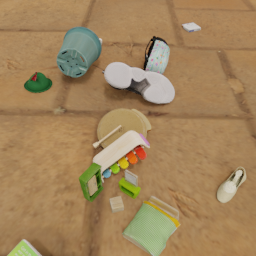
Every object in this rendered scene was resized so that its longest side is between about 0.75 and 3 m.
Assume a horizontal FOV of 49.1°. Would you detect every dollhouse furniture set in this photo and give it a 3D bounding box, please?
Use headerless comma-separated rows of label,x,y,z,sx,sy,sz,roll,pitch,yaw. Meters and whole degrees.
dollhouse furniture set,0.029,1.981,7.435,2.726,1.053,1.363,26,51,25

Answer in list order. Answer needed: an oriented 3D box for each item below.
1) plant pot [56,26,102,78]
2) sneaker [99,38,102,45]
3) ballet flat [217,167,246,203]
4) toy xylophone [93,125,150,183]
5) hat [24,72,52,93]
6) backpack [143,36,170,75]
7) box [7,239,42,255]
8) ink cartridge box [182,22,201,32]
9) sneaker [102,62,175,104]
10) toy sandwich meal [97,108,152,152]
plant pot,-2.130,-3.116,11.828,1.749,1.749,1.713,5,40,5
sneaker,-1.763,-4.452,14.569,0.871,0.330,0.401,-8,49,-7
ballet flat,3.067,1.623,8.236,0.474,0.474,1.363,32,53,28
toy xylophone,-0.325,0.700,8.612,1.925,0.484,1.410,-31,43,6
hat,-3.803,-2.262,11.652,1.403,1.235,1.162,24,49,23
backpack,1.264,-3.074,12.484,1.061,1.398,1.676,13,51,7
box,-2.358,3.973,5.310,2.069,0.521,2.866,34,65,21
ink cartridge box,3.605,-5.750,15.996,0.797,0.162,0.799,-17,47,-16
sneaker,0.368,-1.827,11.161,2.936,1.108,1.671,18,6,-18
toy sandwich meal,-0.154,0.120,9.572,1.846,0.632,1.846,0,71,1
